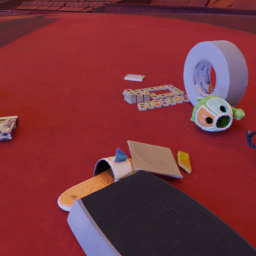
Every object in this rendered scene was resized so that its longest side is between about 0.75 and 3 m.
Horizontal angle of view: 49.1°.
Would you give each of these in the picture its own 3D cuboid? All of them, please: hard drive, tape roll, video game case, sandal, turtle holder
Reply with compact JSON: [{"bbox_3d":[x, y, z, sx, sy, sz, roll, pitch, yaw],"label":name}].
[{"bbox_3d":[0.500,1.745,4.407,2.003,0.628,2.969,-19,33,-33],"label":"hard drive"},{"bbox_3d":[2.805,-1.676,9.253,0.762,2.307,2.307,-12,29,-21],"label":"tape roll"},{"bbox_3d":[-3.896,0.028,8.158,1.176,0.232,1.297,-6,25,-9],"label":"video game case"},{"bbox_3d":[-0.469,1.015,5.864,2.131,0.611,0.816,-23,35,-37],"label":"sandal"},{"bbox_3d":[2.614,-0.332,8.208,1.368,1.039,0.971,22,16,-28],"label":"turtle holder"}]

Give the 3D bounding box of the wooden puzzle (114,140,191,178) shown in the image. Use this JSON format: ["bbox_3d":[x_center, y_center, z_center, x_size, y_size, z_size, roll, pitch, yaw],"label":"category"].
[{"bbox_3d":[0.597,0.736,6.440,1.941,0.227,1.309,15,25,-11],"label":"wooden puzzle"}]

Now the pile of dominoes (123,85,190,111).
[{"bbox_3d":[1.100,-1.344,10.741,2.431,0.387,1.895,-12,29,-22],"label":"pile of dominoes"}]

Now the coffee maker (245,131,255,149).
[{"bbox_3d":[3.815,0.696,6.094,1.834,1.286,1.910,-19,21,18],"label":"coffee maker"}]

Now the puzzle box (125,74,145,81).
[{"bbox_3d":[0.314,-2.340,12.995,0.834,0.106,0.555,8,29,16],"label":"puzzle box"}]
